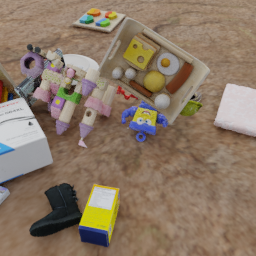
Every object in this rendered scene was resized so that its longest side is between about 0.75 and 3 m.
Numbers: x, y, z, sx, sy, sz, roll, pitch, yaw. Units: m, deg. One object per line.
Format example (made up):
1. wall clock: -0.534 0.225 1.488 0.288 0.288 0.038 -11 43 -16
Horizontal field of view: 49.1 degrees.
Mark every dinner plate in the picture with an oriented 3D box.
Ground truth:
1. dinner plate: -2.473 -2.617 11.992 2.475 0.300 2.475 3 44 -3

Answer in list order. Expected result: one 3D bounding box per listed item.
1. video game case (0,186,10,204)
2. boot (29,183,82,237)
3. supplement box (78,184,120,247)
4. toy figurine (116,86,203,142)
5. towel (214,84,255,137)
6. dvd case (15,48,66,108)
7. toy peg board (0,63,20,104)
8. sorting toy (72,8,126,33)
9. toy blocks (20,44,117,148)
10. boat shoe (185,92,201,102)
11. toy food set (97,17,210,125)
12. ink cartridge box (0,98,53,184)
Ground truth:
1. video game case: -3.986 1.929 7.658 1.057 0.240 0.958 16 45 17
2. boot: -1.920 2.075 7.297 1.416 0.524 1.160 -12 46 -23
3. supplement box: -0.682 2.176 7.048 0.701 0.705 1.288 9 44 8
4. toy figurine: 0.867 -0.275 9.737 2.992 1.578 1.792 15 74 8
5. towel: 4.736 -0.561 10.239 2.742 0.442 2.619 16 44 17
6. dvd case: -3.133 -1.807 10.351 0.235 1.557 2.133 40 74 6
7. toy peg board: -5.338 -1.150 9.831 2.459 2.448 1.203 -1 70 -2
8. sorting toy: -1.693 -6.523 16.700 2.425 0.478 2.620 16 45 17
9. toy blocks: -2.101 -0.895 9.330 2.578 2.758 2.322 22 89 12
10. boat shoe: 2.551 -1.173 10.984 1.073 0.319 0.385 -33 52 -31
11. toy food set: 0.656 -1.656 8.435 2.861 2.053 0.864 33 28 0
12. ink cartridge box: -3.715 0.303 8.638 1.908 1.102 2.613 -22 42 -23
